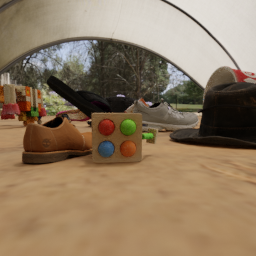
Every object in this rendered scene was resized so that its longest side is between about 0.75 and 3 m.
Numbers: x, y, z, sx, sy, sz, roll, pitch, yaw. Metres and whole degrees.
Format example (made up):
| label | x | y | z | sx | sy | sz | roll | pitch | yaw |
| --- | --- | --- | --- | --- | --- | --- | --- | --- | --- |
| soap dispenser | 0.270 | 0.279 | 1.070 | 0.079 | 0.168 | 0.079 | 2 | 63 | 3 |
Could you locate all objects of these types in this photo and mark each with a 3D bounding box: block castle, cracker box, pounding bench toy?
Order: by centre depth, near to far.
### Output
| label | x | y | z | sx | sy | sz | roll | pitch | yaw |
| --- | --- | --- | --- | --- | --- | --- | --- | --- | --- |
| pounding bench toy | 0.008 | 0.088 | 3.161 | 0.827 | 0.514 | 0.645 | 0 | 3 | -9 |
| cracker box | 0.340 | -0.458 | 8.588 | 0.271 | 0.629 | 0.938 | -43 | 5 | -27 |
| block castle | -4.374 | -0.707 | 10.349 | 1.974 | 1.386 | 2.953 | -4 | 0 | 4 |

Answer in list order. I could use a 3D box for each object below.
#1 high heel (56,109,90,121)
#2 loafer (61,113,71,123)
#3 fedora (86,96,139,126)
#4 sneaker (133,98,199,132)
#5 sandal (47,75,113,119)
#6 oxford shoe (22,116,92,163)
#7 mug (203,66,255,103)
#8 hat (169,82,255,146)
| label | x | y | z | sx | sy | sz | roll | pitch | yaw |
| --- | --- | --- | --- | --- | --- | --- | --- | --- | --- |
| high heel | -2.829 | -0.791 | 15.636 | 2.323 | 0.782 | 1.114 | -5 | -7 | -2 |
| loafer | -2.827 | -0.422 | 12.727 | 0.460 | 0.476 | 1.356 | 0 | 3 | -7 |
| fedora | -0.355 | -0.626 | 10.633 | 2.437 | 1.113 | 2.437 | 0 | 3 | 0 |
| sneaker | 1.115 | -0.380 | 7.878 | 2.234 | 0.916 | 0.835 | -2 | 5 | -31 |
| sandal | -0.918 | -0.631 | 6.567 | 2.125 | 0.509 | 0.799 | 36 | -15 | -2 |
| oxford shoe | -0.719 | 0.100 | 3.408 | 0.484 | 0.484 | 1.358 | 0 | 1 | 20 |
| mug | 4.427 | -0.656 | 9.414 | 2.993 | 2.656 | 1.997 | 3 | -34 | -16 |
| hat | 2.169 | -0.323 | 5.218 | 2.810 | 1.133 | 2.810 | -1 | 2 | 0 |
